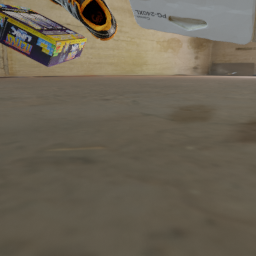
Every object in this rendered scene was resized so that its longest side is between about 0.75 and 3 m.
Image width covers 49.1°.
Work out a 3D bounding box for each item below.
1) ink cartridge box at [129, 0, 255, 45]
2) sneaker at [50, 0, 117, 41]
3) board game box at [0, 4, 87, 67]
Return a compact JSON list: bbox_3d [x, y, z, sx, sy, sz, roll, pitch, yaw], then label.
[{"bbox_3d":[0.957,-1.925,2.838,1.381,1.901,0.793,19,-17,28],"label":"ink cartridge box"},{"bbox_3d":[-0.937,-2.440,5.175,1.939,0.759,0.749,38,8,-14],"label":"sneaker"},{"bbox_3d":[-2.339,-2.402,7.142,1.965,0.674,2.377,28,21,-1],"label":"board game box"}]
